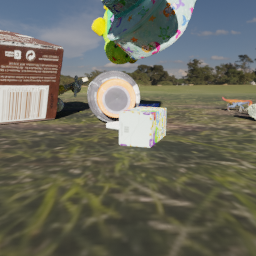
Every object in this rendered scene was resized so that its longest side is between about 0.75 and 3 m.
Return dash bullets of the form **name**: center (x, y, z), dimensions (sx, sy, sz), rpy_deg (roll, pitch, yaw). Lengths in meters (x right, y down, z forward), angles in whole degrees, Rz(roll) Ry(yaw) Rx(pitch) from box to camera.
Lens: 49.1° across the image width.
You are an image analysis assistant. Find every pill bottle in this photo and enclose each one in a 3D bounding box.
- **pill bottle**: center (-0.502, -1.007, 8.919), dimensions (1.584, 1.584, 2.982), rpy_deg (-1, 9, -9)

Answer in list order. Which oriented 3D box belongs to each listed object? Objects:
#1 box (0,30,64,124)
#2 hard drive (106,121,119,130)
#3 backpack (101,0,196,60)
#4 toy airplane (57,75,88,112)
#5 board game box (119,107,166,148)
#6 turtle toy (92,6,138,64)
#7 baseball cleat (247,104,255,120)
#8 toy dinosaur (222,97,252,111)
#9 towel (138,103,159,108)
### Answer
- **box**: center (-3.996, -1.759, 8.981), dimensions (2.947, 2.420, 2.445), rpy_deg (27, 24, 37)
- **hard drive**: center (0.168, -0.049, 7.284), dimensions (1.263, 0.166, 0.833), rpy_deg (8, 12, 42)
- **backpack**: center (0.534, -3.084, 6.934), dimensions (1.939, 2.576, 2.287), rpy_deg (30, -23, -35)
- **toy airplane**: center (-3.178, -1.333, 11.485), dimensions (2.577, 1.818, 2.566), rpy_deg (-43, -24, 27)
- **board game box**: center (0.338, -0.063, 5.729), dimensions (0.643, 0.655, 1.248), rpy_deg (4, 10, 19)
- **turtle toy**: center (-0.059, -3.367, 9.845), dimensions (2.119, 2.907, 1.470), rpy_deg (36, -28, -26)
- **baseball cleat**: center (4.574, -0.387, 8.676), dimensions (0.854, 0.560, 1.605), rpy_deg (1, 16, -36)
- **toy dinosaur**: center (4.790, -1.066, 12.135), dimensions (0.984, 1.084, 0.569), rpy_deg (-31, 9, 30)
- **towel**: center (0.007, -1.057, 13.457), dimensions (2.800, 0.334, 2.027), rpy_deg (2, 10, 14)
